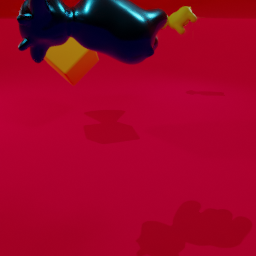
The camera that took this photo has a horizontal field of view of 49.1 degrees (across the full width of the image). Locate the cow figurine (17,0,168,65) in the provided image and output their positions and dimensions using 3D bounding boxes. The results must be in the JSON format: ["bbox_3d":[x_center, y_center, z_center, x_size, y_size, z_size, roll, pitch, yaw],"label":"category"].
[{"bbox_3d":[-0.447,-1.253,3.538,1.639,0.900,1.612,31,48,9],"label":"cow figurine"}]

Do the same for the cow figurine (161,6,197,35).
[{"bbox_3d":[1.779,-4.208,10.740,1.340,1.362,0.748,45,19,-4],"label":"cow figurine"}]

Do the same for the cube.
[{"bbox_3d":[-1.551,-1.949,7.394,1.050,1.050,1.050,42,-5,6],"label":"cube"}]
